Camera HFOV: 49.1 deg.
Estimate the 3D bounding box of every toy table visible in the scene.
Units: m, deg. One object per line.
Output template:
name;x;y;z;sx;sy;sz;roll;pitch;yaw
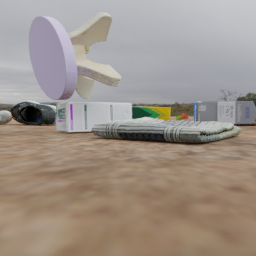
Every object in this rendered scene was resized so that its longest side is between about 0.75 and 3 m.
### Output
toy table;-1.206;-1.520;6.191;1.346;2.298;2.112;-7;-36;-36

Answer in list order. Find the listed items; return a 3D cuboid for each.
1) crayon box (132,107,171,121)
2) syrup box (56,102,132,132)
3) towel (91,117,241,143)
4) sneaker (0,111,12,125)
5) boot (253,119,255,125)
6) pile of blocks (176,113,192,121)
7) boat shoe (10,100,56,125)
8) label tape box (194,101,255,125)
crayon box;0.726;-0.635;13.400;2.287;0.773;2.651;0;3;0
syrup box;-0.809;-0.269;6.871;1.762;0.718;0.694;-1;0;-34
towel;0.796;-0.015;5.273;2.099;0.377;2.180;2;3;36
sneaker;-5.303;-0.329;10.913;1.483;0.561;0.682;-7;10;5
boot;4.387;-0.323;8.001;0.716;0.734;1.945;-3;2;-17
pile of blocks;1.864;-0.297;9.838;0.629;0.476;1.531;0;2;6
boat shoe;-3.823;-0.585;10.909;2.878;0.988;0.815;5;5;35
label tape box;4.112;-0.580;11.001;2.910;0.921;2.098;0;3;10
